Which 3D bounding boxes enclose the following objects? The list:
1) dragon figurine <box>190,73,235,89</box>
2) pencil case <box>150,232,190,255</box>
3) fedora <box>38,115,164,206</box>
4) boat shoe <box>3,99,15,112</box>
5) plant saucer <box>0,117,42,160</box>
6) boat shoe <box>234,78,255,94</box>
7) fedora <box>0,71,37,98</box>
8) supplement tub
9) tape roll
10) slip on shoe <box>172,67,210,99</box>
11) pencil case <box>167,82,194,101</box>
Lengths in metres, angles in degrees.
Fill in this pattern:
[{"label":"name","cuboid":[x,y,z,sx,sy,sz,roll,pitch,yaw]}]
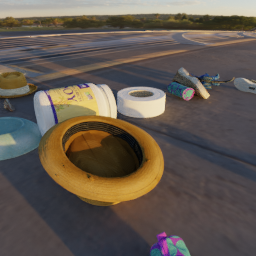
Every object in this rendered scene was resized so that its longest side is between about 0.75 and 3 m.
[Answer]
[{"label":"dragon figurine","cuboid":[4.117,-2.400,14.340,2.334,0.687,1.160,20,31,39]},{"label":"pencil case","cuboid":[0.766,2.257,3.992,0.628,0.682,1.476,-29,25,2]},{"label":"fedora","cuboid":[-0.631,0.823,6.413,2.905,1.185,2.905,8,33,-5]},{"label":"boat shoe","cuboid":[-4.912,-0.884,11.509,0.309,0.326,0.862,-41,44,-6]},{"label":"plant saucer","cuboid":[-4.009,0.158,8.874,2.740,0.527,2.740,0,23,0]},{"label":"boat shoe","cuboid":[6.051,-2.048,13.749,0.543,0.602,1.704,-19,38,-36]},{"label":"fedora","cuboid":[-5.550,-2.168,13.515,2.321,0.947,2.321,0,24,0]},{"label":"supplement tub","cuboid":[-1.676,-0.532,8.946,2.260,1.643,1.643,-15,28,-26]},{"label":"tape roll","cuboid":[0.540,-1.089,11.413,1.967,0.688,1.967,0,24,0]},{"label":"slip on shoe","cuboid":[2.923,-2.020,13.401,0.854,1.072,2.820,-41,36,11]},{"label":"pencil case","cuboid":[2.412,-1.704,12.887,0.649,0.598,1.405,18,12,-31]}]
